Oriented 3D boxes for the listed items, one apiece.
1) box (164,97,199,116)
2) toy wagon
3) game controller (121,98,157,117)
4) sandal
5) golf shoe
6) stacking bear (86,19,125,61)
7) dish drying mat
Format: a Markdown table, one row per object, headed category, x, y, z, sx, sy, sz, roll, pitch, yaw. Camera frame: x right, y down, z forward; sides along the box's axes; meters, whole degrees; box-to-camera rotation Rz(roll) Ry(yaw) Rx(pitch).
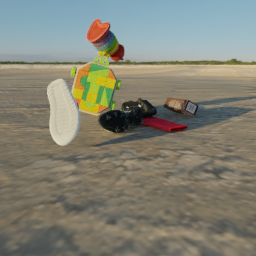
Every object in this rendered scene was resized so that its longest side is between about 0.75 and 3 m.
| category | x | y | z | sx | sy | sz | roll | pitch | yaw |
| --- | --- | --- | --- | --- | --- | --- | --- | --- | --- |
| box | 2.026 | -0.835 | 10.836 | 0.630 | 0.472 | 1.259 | 24 | -1 | -30 |
| toy wagon | -1.262 | -1.791 | 10.815 | 1.949 | 2.512 | 0.497 | 15 | -1 | -7 |
| game controller | 0.357 | -0.707 | 10.392 | 1.091 | 0.440 | 2.092 | -18 | 17 | -2 |
| sandal | -1.547 | -0.422 | 7.047 | 0.807 | 1.983 | 0.487 | -22 | -31 | 11 |
| golf shoe | -0.339 | -0.197 | 8.574 | 0.868 | 0.714 | 1.837 | -6 | 1 | 41 |
| stacking bear | -0.772 | -3.396 | 11.398 | 1.074 | 1.006 | 1.769 | 36 | 1 | 41 |
| dish drying mat | 0.977 | -0.155 | 9.208 | 0.772 | 0.183 | 2.009 | -6 | 15 | -34 |
